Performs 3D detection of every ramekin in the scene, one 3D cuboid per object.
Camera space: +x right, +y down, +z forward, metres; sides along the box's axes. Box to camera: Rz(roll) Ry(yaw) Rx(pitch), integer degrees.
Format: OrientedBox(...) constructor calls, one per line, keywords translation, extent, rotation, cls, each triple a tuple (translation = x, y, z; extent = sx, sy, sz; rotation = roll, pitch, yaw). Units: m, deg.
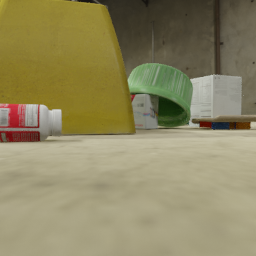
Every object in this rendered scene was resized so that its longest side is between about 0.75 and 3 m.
OrientedBox(translation=(0.846, -0.912, 8.002), extent=(2.079, 1.015, 2.079), rotation=(16, -20, 6), cls="ramekin")

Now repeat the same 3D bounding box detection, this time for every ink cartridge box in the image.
OrientedBox(translation=(0.367, -0.400, 7.276), extent=(0.637, 0.877, 0.634), rotation=(2, 0, 38), cls="ink cartridge box")

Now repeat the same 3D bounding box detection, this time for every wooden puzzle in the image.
OrientedBox(translation=(2.640, -0.130, 7.571), extent=(1.394, 0.348, 1.505), rotation=(0, -2, -11), cls="wooden puzzle")

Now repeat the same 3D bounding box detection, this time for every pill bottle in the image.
OrientedBox(translation=(-1.258, -0.065, 3.507), extent=(0.822, 0.462, 0.462), rotation=(0, 2, -16), cls="pill bottle")

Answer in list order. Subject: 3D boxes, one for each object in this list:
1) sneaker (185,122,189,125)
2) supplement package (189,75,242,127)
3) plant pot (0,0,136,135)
OrientedBox(translation=(2.183, -0.353, 11.185), extent=(2.021, 0.783, 0.805), rotation=(-4, 21, 13), cls="sneaker")
OrientedBox(translation=(2.801, -0.821, 9.076), extent=(1.196, 1.576, 1.187), rotation=(-1, 2, -25), cls="supplement package")
OrientedBox(translation=(-1.483, -1.126, 5.890), extent=(2.749, 2.425, 2.750), rotation=(0, 1, -14), cls="plant pot")
